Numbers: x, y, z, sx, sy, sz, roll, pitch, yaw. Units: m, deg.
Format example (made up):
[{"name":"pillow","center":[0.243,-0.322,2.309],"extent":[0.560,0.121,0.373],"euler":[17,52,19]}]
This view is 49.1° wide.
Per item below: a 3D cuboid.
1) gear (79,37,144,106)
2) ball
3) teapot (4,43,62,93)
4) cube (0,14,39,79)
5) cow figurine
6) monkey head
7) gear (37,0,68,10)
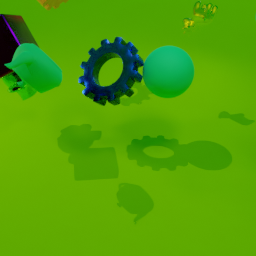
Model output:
[{"name":"gear","center":[-0.414,-1.312,6.519],"extent":[1.581,0.292,1.581],"euler":[-7,74,26]},{"name":"ball","center":[0.917,-1.272,6.417],"extent":[1.176,1.176,1.176],"euler":[0,39,0]},{"name":"teapot","center":[-1.609,-0.971,4.756],"extent":[0.892,1.435,0.703],"euler":[42,87,6]},{"name":"cube","center":[-2.526,-1.651,5.780],"extent":[0.987,0.987,0.987],"euler":[-24,18,9]},{"name":"cow figurine","center":[1.845,-2.825,7.361],"extent":[0.491,0.880,0.895],"euler":[3,25,-35]},{"name":"monkey head","center":[-2.457,-1.417,7.111],"extent":[1.350,1.130,1.876],"euler":[-6,57,1]},{"name":"gear","center":[-1.962,-4.270,8.266],"extent":[0.319,1.724,1.724],"euler":[46,48,-4]}]
